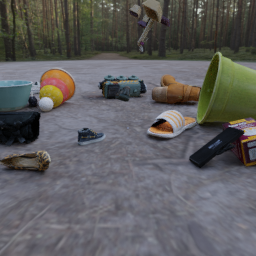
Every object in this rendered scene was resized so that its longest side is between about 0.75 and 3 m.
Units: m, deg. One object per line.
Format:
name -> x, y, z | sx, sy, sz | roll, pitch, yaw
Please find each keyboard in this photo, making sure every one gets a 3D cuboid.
keyboard -> 2.005, 0.431, 6.197 | 1.259, 0.162, 0.756 | -37, 16, -5

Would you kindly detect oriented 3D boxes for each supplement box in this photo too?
supplement box -> 2.884, 0.278, 6.687 | 0.787, 0.611, 1.426 | -14, 16, 5

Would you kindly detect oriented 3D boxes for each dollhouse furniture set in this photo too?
dollhouse furniture set -> 0.395, -3.825, 10.283 | 1.655, 1.482, 2.088 | 31, 7, 10

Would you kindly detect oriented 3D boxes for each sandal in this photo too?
sandal -> 1.385, -0.256, 8.655 | 0.887, 0.663, 2.314 | 12, 21, 35

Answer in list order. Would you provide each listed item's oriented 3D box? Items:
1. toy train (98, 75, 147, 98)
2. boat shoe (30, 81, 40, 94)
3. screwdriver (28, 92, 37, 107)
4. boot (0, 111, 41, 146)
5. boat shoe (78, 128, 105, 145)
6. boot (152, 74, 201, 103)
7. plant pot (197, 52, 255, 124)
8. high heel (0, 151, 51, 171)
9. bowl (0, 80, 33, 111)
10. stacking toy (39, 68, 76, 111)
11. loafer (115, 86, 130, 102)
toy train -> -0.246, -2.070, 14.311 | 2.483, 1.058, 1.415 | -3, 29, -18
boat shoe -> -4.882, -2.229, 15.296 | 0.694, 0.630, 1.886 | 12, 21, 36
screwdriver -> -4.506, -1.395, 13.038 | 0.409, 0.392, 2.813 | -38, 26, -11
boot -> -3.593, -0.246, 8.238 | 1.988, 0.898, 2.426 | -4, 24, -6
boat shoe -> -0.981, 0.174, 7.666 | 0.320, 0.411, 0.905 | 15, 22, 41
boot -> 2.524, -1.885, 13.287 | 2.165, 1.069, 2.789 | 4, 20, 22
plant pot -> 3.653, -1.065, 9.165 | 2.180, 2.371, 2.371 | 13, 18, 3
high heel -> -2.120, 0.707, 5.766 | 0.844, 0.423, 1.185 | -4, 0, -35
bowl -> -4.957, -1.329, 11.545 | 2.034, 1.064, 2.034 | 1, 17, 0
stacking toy -> -3.191, -1.427, 11.748 | 1.635, 1.635, 2.237 | 1, 32, 4
loafer -> -0.096, -0.906, 7.472 | 0.375, 0.328, 1.043 | 19, 0, -11
